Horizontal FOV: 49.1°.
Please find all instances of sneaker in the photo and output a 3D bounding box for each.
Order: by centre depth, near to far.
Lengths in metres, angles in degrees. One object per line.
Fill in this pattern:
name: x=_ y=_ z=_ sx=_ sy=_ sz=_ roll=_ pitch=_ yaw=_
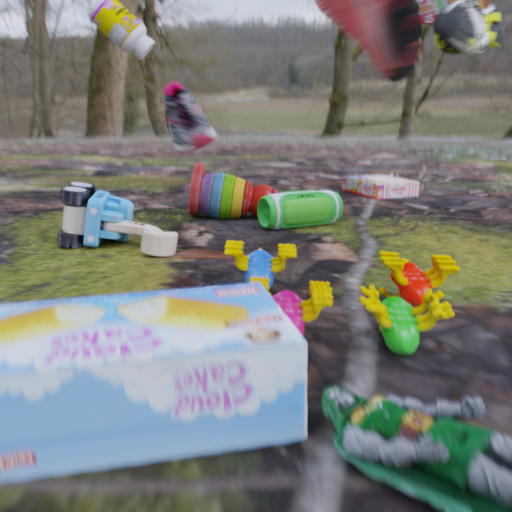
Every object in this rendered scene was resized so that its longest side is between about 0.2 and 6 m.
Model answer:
sneaker: x=1.374 y=-3.361 z=7.462 sx=1.013 sy=2.335 sz=0.861 roll=9 pitch=55 yaw=53
sneaker: x=3.222 y=-3.517 z=8.948 sx=0.903 sy=0.794 sz=2.134 roll=-3 pitch=11 yaw=41
sneaker: x=-1.233 y=-2.326 z=9.516 sx=0.720 sy=0.666 sz=1.785 roll=-26 pitch=41 yaw=-6

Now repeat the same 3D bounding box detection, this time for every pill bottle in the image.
pill bottle: x=-2.317 y=-3.949 z=9.730 sx=1.102 sy=0.574 sz=0.574 roll=40 pitch=7 yaw=-14

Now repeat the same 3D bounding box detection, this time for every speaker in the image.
speaker: x=0.900 y=-0.944 z=11.422 sx=1.688 sy=0.747 sz=0.747 roll=-7 pitch=16 yaw=-26

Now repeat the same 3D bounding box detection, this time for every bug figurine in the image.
bug figurine: x=0.925 y=0.425 z=6.341 sx=2.726 sy=0.701 sz=2.114 roll=5 pitch=21 yaw=3

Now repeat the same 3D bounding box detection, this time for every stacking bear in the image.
stacking bear: x=-0.478 y=-1.280 z=12.301 sx=1.885 sy=1.144 sz=1.072 roll=8 pitch=26 yaw=-1

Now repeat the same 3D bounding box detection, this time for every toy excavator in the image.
toy excavator: x=-2.409 y=-0.570 z=9.828 sx=2.045 sy=1.021 sz=1.988 roll=7 pitch=15 yaw=-10

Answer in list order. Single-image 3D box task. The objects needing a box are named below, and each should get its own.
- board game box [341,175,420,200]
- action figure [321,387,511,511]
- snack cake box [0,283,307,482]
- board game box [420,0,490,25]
board game box: x=3.495 y=-1.990 z=15.937 sx=1.417 sy=0.433 sz=1.871 roll=-5 pitch=16 yaw=-20
action figure: x=1.252 y=1.257 z=3.589 sx=2.041 sy=0.558 sz=1.206 roll=9 pitch=20 yaw=42
snack cake box: x=-0.959 y=0.874 z=4.364 sx=2.432 sy=0.817 sz=1.399 roll=-4 pitch=14 yaw=-13
board game box: x=4.064 y=-5.164 z=11.500 sx=0.234 sy=0.744 sz=1.558 roll=-9 pitch=22 yaw=-37
